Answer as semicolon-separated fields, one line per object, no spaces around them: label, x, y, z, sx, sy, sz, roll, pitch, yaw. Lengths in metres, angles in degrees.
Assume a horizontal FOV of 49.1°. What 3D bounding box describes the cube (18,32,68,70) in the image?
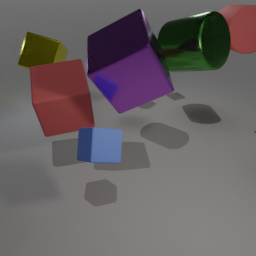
cube;-3.511;-2.987;11.750;1.400;1.400;1.400;17;3;2

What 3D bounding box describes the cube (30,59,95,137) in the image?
cube;-1.762;-0.817;7.637;1.400;1.400;1.400;-11;53;-9

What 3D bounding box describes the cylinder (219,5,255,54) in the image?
cylinder;3.608;-3.201;9.011;1.400;1.400;1.400;-3;24;-5

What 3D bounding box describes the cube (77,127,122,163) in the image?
cube;-0.606;0.365;5.921;0.700;0.700;0.700;6;-5;-33

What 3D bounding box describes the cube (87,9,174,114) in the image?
cube;0.037;-1.444;6.252;1.400;1.400;1.400;-22;48;18

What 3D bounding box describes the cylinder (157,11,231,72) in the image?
cylinder;1.723;-2.206;7.376;1.400;1.400;1.400;-24;22;-37
